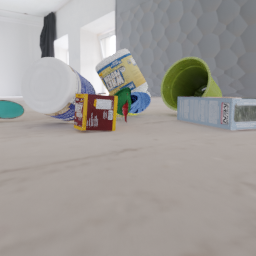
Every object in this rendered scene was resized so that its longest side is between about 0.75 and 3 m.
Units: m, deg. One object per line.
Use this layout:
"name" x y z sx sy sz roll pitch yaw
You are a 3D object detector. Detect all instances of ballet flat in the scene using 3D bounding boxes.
"ballet flat" -4.205 -0.566 8.799 1.763 0.634 0.634 -3 8 -24

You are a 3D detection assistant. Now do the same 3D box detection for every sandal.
"sandal" 0.123 -0.991 10.796 2.320 0.922 1.010 -18 -5 -43

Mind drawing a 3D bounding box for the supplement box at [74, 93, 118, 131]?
"supplement box" -0.806 -0.391 6.934 0.890 0.878 0.591 1 6 -30

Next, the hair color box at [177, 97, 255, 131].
"hair color box" 2.648 -0.498 8.096 1.332 0.816 2.691 -2 8 -19

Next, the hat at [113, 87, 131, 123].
"hat" 0.028 -0.569 9.102 1.102 1.037 1.252 39 65 23

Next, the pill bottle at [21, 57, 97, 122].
"pill bottle" -1.791 -0.953 8.286 1.479 1.479 2.665 2 -6 13

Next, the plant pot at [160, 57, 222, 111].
"plant pot" 2.741 -1.438 11.196 2.130 2.130 2.023 7 -8 43

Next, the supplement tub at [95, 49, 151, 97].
"supplement tub" -0.188 -2.079 12.461 1.728 2.388 1.728 -30 7 4
